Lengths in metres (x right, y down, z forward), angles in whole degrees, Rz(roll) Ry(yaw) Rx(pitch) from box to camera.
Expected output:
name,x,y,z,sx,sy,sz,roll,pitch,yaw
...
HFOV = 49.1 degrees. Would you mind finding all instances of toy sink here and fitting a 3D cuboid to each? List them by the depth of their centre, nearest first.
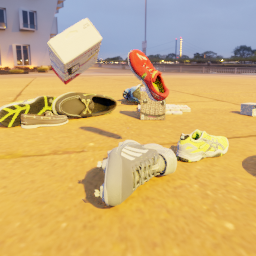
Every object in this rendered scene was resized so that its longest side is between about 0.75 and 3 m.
name,x,y,z,sx,sy,sz,roll,pitch,yaw
toy sink,5.448,-0.793,12.113,0.612,0.526,0.939,-6,10,-24

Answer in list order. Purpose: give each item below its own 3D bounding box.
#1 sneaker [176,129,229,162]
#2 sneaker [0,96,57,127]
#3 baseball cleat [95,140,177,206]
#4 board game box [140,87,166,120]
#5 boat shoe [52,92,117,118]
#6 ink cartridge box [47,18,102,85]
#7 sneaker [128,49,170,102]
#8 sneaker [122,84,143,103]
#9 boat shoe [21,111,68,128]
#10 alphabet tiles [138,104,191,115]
name,x,y,z,sx,sy,sz,roll,pitch,yaw
sneaker,1.960,0.372,7.054,1.754,0.670,0.661,-11,16,-38
sneaker,-3.762,-0.746,10.868,2.760,1.041,1.055,-11,18,-43
baseball cleat,0.262,0.699,5.303,1.337,0.876,2.512,2,15,8
board game box,1.012,-1.007,11.349,1.034,1.297,0.628,0,14,3
boat shoe,-1.704,-0.981,11.691,0.908,1.075,3.017,6,12,38
ink cartridge box,-1.993,-2.765,10.491,1.716,0.995,2.324,-39,2,-14
sneaker,0.532,-1.260,6.464,0.533,1.385,0.588,-38,8,-20
sneaker,0.316,-1.768,15.566,1.255,1.093,2.790,-11,5,4
boat shoe,-3.034,-0.339,10.279,1.698,0.505,0.610,-7,15,-26
alphabet tiles,1.701,-0.947,13.457,2.437,0.178,2.383,0,14,1
